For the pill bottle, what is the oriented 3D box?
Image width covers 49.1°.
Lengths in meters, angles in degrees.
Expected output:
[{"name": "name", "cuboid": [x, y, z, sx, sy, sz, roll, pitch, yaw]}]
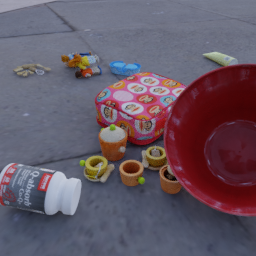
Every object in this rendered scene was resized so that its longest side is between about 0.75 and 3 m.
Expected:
[{"name": "pill bottle", "cuboid": [-1.833, 1.303, 5.883, 1.555, 0.901, 0.901, 9, 35, 4]}]

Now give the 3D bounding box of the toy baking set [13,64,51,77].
[{"name": "toy baking set", "cuboid": [-4.210, -2.528, 12.293, 1.547, 0.180, 1.187, -14, 39, -20]}]

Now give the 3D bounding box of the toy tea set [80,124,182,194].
[{"name": "toy tea set", "cuboid": [0.201, 0.656, 6.832, 2.627, 0.972, 1.562, 9, 35, 13]}]

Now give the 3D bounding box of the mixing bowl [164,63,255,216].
[{"name": "mixing bowl", "cuboid": [2.385, 0.339, 5.995, 2.996, 1.622, 2.996, -6, 70, 18]}]

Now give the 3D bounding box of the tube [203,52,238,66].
[{"name": "tube", "cuboid": [4.350, -3.265, 13.155, 0.550, 0.492, 1.897, 27, 15, -34]}]

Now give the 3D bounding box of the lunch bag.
[{"name": "lunch bag", "cuboid": [0.654, -0.689, 8.654, 2.478, 1.152, 2.813, 26, 42, 33]}]

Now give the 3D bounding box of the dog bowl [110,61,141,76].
[{"name": "dog bowl", "cuboid": [-0.123, -2.582, 12.188, 1.404, 0.348, 0.783, 13, 36, 18]}]

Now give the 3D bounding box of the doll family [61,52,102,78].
[{"name": "doll family", "cuboid": [-2.130, -2.953, 12.153, 1.366, 0.992, 2.201, -17, 37, -23]}]
